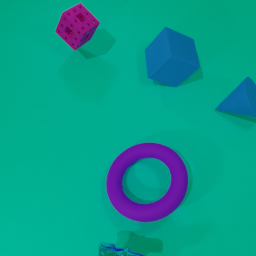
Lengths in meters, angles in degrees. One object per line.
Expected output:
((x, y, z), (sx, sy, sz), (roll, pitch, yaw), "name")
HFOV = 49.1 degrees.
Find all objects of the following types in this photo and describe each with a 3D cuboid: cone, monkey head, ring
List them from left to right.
((-0.227, 2.921, 5.607), (1.233, 1.714, 1.033), (1, 58, 25), "monkey head")
((0.446, 1.277, 6.932), (2.062, 0.412, 2.062), (-8, 55, 12), "ring")
((2.957, -0.685, 7.832), (1.149, 1.144, 1.144), (-18, 54, 41), "cone")

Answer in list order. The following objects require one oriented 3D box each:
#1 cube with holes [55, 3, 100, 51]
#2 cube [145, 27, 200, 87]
((-1.524, -3.043, 8.447), (0.824, 0.824, 0.824), (44, 52, -5), "cube with holes")
((1.276, -2.063, 8.296), (1.101, 1.101, 1.101), (12, 59, -28), "cube")
